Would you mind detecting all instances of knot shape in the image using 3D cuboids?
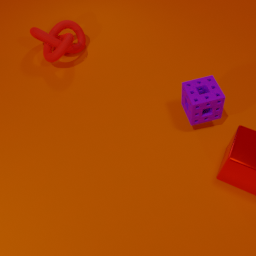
[{"bbox_3d":[-2.294,-2.793,8.805,1.606,0.793,1.716,18,46,11],"label":"knot shape"}]

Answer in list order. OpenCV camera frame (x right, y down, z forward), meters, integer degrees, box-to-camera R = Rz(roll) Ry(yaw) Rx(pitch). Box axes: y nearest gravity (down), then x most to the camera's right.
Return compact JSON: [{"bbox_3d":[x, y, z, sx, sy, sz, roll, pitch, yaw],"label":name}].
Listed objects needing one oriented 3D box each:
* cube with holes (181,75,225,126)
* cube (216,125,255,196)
[{"bbox_3d":[1.829,-0.679,6.945,0.780,0.780,0.780,-14,52,-1],"label":"cube with holes"},{"bbox_3d":[2.710,0.735,6.278,0.994,0.994,0.994,22,58,15],"label":"cube"}]
